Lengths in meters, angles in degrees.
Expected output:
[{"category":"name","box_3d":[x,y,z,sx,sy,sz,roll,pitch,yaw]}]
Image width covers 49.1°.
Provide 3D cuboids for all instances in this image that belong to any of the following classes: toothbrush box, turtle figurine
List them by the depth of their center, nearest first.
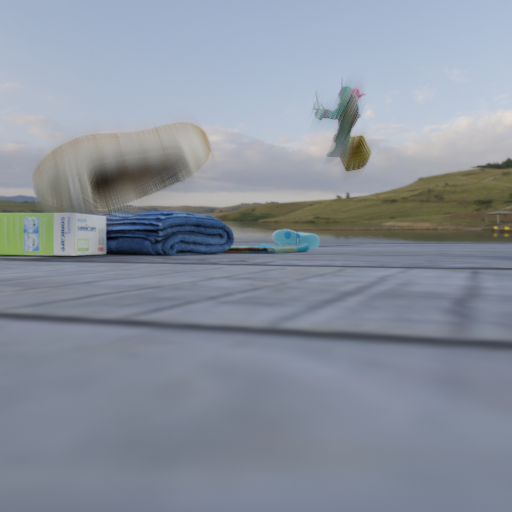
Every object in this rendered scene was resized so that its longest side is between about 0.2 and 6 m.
[{"category":"turtle figurine","box_3d":[1.421,-2.356,9.473,0.659,1.308,0.979,11,18,41]},{"category":"toothbrush box","box_3d":[-3.905,-0.393,10.387,1.834,0.790,1.336,-1,1,9]}]

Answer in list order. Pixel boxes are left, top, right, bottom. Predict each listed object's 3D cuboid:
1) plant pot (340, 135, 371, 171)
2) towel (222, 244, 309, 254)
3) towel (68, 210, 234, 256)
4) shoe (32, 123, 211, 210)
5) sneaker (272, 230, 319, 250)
[{"category":"plant pot","box_3d":[2.276,-2.361,13.203,0.618,0.623,0.637,-11,-32,-8]},{"category":"towel","box_3d":[0.211,-0.170,12.880,1.406,0.208,1.917,0,2,33]},{"category":"towel","box_3d":[-2.392,-0.490,11.833,3.718,0.902,2.076,1,1,41]},{"category":"shoe","box_3d":[-2.038,-1.211,7.900,2.827,0.989,0.755,-13,33,17]},{"category":"sneaker","box_3d":[1.004,-0.459,16.516,1.489,0.592,0.972,9,0,-24]}]
